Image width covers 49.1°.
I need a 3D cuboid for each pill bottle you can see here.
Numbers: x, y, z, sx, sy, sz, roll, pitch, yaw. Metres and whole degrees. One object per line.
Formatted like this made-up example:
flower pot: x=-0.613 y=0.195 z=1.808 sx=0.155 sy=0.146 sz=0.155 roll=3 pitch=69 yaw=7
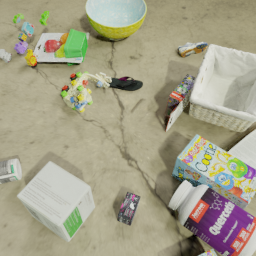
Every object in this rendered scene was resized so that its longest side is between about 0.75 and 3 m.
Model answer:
pill bottle: x=-4.184 y=1.464 z=9.098 sx=1.268 sy=0.717 sz=0.717 roll=-11 pitch=54 yaw=-10
pill bottle: x=2.397 y=2.540 z=7.882 sx=2.412 sy=1.356 sz=1.356 roll=32 pitch=59 yaw=22

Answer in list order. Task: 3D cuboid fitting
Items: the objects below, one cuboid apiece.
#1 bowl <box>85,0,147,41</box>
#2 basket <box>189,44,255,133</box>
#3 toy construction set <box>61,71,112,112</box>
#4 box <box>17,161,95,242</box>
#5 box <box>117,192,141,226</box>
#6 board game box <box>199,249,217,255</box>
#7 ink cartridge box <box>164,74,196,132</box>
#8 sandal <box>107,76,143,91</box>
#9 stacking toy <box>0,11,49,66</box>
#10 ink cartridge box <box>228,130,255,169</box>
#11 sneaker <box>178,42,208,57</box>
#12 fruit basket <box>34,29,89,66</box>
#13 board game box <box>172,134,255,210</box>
bowl: x=-0.571 y=-5.222 z=13.600 sx=2.865 sy=1.542 sz=2.865 roll=1 pitch=58 yaw=-2
basket: x=3.624 y=-1.349 z=10.122 sx=2.352 sy=1.892 sz=2.331 roll=19 pitch=77 yaw=15
toy construction set: x=-1.725 y=-1.596 z=11.090 sx=1.562 sy=1.097 sz=2.382 roll=-3 pitch=33 yaw=33
box: x=-1.981 y=2.128 z=8.073 sx=1.554 sy=1.546 sz=1.331 roll=27 pitch=57 yaw=19
box: x=0.037 y=2.445 z=8.470 sx=0.459 sy=0.529 sz=0.801 roll=20 pitch=55 yaw=9
board game box: x=1.780 y=3.824 z=7.331 sx=1.305 sy=0.672 sz=0.685 roll=-19 pitch=55 yaw=-14
ink cartridge box: x=1.858 y=-0.962 z=10.644 sx=0.538 sy=1.164 sz=2.136 roll=32 pitch=59 yaw=17
sandal: x=-0.206 y=-1.932 z=11.875 sx=1.702 sy=0.407 sz=0.640 roll=5 pitch=53 yaw=4
stacking toy: x=-4.588 y=-4.030 z=12.547 sx=1.931 sy=0.602 sz=2.561 roll=11 pitch=78 yaw=27
ink cartridge box: x=4.825 y=1.007 z=9.616 sx=2.450 sy=0.579 sz=1.961 roll=-30 pitch=58 yaw=-27
sneaker: x=3.052 y=-3.860 z=13.259 sx=1.458 sy=0.549 sz=0.643 roll=-18 pitch=55 yaw=-14
fruit basket: x=-3.081 y=-3.669 z=12.908 sx=2.358 sy=1.105 sz=2.184 roll=-2 pitch=51 yaw=9
board game box: x=2.738 y=1.475 z=8.765 sx=2.329 sy=1.221 sz=1.200 roll=33 pitch=59 yaw=21
